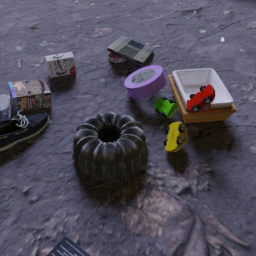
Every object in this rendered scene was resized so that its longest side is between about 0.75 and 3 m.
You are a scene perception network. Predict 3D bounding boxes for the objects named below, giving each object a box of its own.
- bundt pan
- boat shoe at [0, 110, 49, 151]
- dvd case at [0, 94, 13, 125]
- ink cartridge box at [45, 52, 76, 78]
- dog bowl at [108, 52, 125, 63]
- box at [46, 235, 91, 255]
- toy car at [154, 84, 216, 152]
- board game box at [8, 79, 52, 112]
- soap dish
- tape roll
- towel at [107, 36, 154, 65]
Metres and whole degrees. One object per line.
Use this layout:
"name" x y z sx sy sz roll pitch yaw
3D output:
"bundt pan" -0.656 0.445 10.169 2.905 1.090 2.905 0 43 0
"boat shoe" -4.243 -0.052 10.881 2.520 0.779 0.944 -31 52 -28
"dvd case" -5.676 -0.791 12.036 1.416 0.233 1.884 -8 44 -8
"ink cartridge box" -3.321 -3.128 13.901 1.335 0.980 0.553 -13 47 -12
"dog bowl" -0.589 -3.945 15.172 1.041 0.384 1.041 0 45 0
"box" -1.629 3.781 6.870 1.244 0.877 1.681 28 51 26
"toy car" 1.973 -0.572 11.050 2.877 0.642 2.707 -57 31 4
"board game box" -4.252 -1.446 12.163 1.564 0.758 1.247 -12 45 -26
"soap dish" 3.046 -1.390 12.017 2.169 1.120 2.756 -5 45 -5
"tape roll" 0.782 -2.090 12.614 1.832 0.601 1.832 -19 34 13
"towel" 0.148 -4.168 15.133 2.137 0.383 2.219 25 40 8
